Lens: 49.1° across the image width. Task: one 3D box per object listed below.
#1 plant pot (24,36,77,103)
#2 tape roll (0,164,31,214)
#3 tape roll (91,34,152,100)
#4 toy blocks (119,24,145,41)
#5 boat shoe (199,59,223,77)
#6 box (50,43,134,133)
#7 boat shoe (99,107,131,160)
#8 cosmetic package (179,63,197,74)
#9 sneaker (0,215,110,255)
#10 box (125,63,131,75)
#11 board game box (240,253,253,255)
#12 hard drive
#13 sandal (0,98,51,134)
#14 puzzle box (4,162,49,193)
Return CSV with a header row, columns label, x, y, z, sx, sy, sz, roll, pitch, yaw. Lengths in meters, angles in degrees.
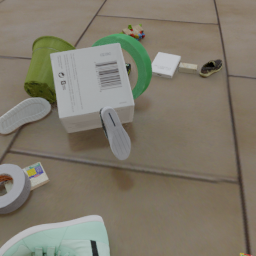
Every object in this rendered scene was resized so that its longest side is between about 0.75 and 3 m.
label,x,y,z,sx,sy,sz,roll,pitch,yaw
plant pot,-3.517,-2.416,12.567,2.410,2.410,2.289,8,58,8
tape roll,-3.955,1.927,8.987,1.533,0.506,1.533,-3,55,4
tape roll,-0.418,-2.464,11.859,2.857,2.857,0.687,19,33,18
toy blocks,0.407,-5.526,16.595,1.540,0.770,1.053,-24,61,-21
boat shoe,4.295,-3.147,14.225,0.624,0.553,1.705,34,54,29
box,-1.340,-1.482,10.736,2.705,1.768,2.691,-11,72,-5
boat shoe,-0.379,0.125,8.349,0.610,1.691,0.600,-21,16,-14
cosmetic package,3.057,-3.041,14.291,0.875,0.320,0.453,11,46,10
sneaker,-1.851,3.425,7.217,2.935,1.080,1.731,-12,40,-15
box,-0.787,-2.763,13.968,1.610,0.383,1.555,10,43,10
board game box,3.263,3.815,7.593,0.388,0.122,0.812,9,43,8
hard drive,1.901,-3.279,14.570,1.254,0.250,1.901,15,47,15
sandal,-4.370,-0.572,11.599,2.353,0.957,0.578,-29,11,-26
puzzle box,-3.487,1.776,9.573,1.359,0.173,0.904,-23,49,-22
